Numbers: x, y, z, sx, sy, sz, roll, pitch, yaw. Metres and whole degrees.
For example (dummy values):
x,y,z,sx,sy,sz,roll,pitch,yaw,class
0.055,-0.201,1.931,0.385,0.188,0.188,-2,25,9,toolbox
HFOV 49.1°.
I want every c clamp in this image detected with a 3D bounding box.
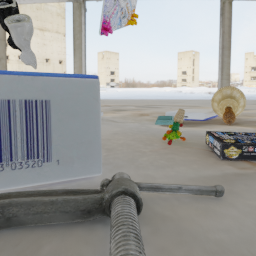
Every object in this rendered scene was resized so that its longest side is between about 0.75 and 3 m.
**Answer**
x,y,z,sx,sy,sz,roll,pitch,yaw,class
-0.292,0.576,1.249,2.104,0.334,2.463,0,7,3,c clamp

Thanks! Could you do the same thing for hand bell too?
x,y,z,sx,sy,sz,roll,pitch,yaw,class
3.211,-0.524,8.883,1.176,1.176,2.258,2,20,18,hand bell

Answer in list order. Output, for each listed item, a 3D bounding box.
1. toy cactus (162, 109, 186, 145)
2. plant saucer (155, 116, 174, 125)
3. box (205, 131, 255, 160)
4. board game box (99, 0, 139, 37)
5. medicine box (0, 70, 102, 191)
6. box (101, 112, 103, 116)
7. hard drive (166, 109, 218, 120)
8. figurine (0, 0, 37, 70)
x,y,z,sx,sy,sz,roll,pitch,yaw,class
0.905,-0.020,5.111,0.400,0.645,0.782,24,20,18,toy cactus
1.185,-0.258,8.854,0.602,0.163,1.721,1,8,8,plant saucer
1.812,0.248,4.204,1.089,0.272,1.097,0,7,4,box
-0.038,-3.161,6.618,0.225,1.738,1.739,26,37,15,board game box
-1.621,-0.059,3.275,1.941,1.097,2.131,-4,8,-32,medicine box
-1.537,-0.549,11.140,0.984,0.179,0.710,2,7,8,box
2.450,-0.517,10.412,1.405,0.270,2.129,4,8,29,hard drive
-3.269,-2.738,8.407,0.721,1.635,1.676,-28,58,-23,figurine
